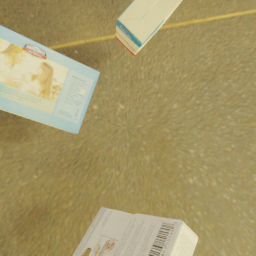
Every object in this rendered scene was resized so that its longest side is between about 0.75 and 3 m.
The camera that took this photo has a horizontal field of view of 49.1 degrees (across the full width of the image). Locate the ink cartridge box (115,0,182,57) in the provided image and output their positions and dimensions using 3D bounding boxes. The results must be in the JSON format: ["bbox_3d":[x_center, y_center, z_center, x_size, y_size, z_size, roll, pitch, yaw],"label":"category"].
[{"bbox_3d":[0.385,-2.581,6.843,0.766,2.278,1.323,42,92,-8],"label":"ink cartridge box"}]

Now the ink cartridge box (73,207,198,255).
[{"bbox_3d":[-0.260,2.563,4.536,0.548,2.159,2.450,48,57,-25],"label":"ink cartridge box"}]

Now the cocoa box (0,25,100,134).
[{"bbox_3d":[-2.184,-1.033,6.494,2.418,1.587,1.612,21,88,-29],"label":"cocoa box"}]
